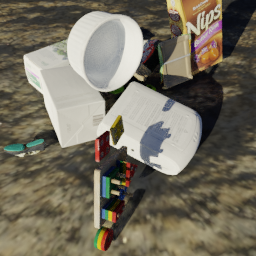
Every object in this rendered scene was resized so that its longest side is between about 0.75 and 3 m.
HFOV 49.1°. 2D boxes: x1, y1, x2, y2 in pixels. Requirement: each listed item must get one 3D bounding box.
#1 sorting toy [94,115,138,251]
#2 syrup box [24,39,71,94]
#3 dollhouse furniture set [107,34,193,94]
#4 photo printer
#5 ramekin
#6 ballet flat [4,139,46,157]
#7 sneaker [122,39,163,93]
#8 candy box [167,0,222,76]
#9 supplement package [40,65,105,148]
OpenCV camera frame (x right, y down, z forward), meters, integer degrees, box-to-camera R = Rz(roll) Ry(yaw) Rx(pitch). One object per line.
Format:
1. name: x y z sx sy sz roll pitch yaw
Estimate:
1. sorting toy: -0.153 0.921 4.702 0.371 2.196 1.059 10 21 21
2. syrup box: -1.787 -2.009 8.600 0.976 1.010 2.479 37 54 28
3. dollhouse furniture set: 0.500 -1.672 7.920 2.740 1.370 1.058 -24 29 -23
4. photo printer: 0.600 -0.006 6.338 2.075 0.721 1.726 27 53 8
5. ramekin: -0.494 -1.619 5.821 1.563 1.563 0.762 -29 47 -28
6. ballet flat: -2.311 0.495 6.344 0.905 0.331 0.331 -12 43 -15
7. sneaker: 0.236 -1.909 8.528 2.056 0.686 1.102 -47 37 -10
8. candy box: 2.046 -2.932 8.399 1.453 2.491 0.703 -28 38 -14
9. supplement package: -1.397 -0.628 6.977 1.120 1.134 1.870 -15 44 -20
